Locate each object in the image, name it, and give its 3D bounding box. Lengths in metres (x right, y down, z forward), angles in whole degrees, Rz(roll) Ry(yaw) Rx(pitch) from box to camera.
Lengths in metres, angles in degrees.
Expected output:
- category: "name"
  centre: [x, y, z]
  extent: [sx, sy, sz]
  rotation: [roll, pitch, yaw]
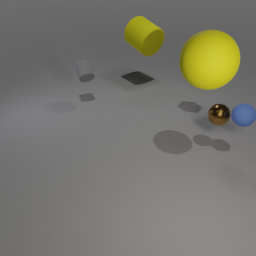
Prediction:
- category: "ball"
  centre: [2.892, -0.423, 8.900]
  extent: [0.700, 0.700, 0.700]
  rotation: [0, 31, 0]
- category: "cylinder"
  centre: [-1.842, -2.434, 11.996]
  extent: [0.700, 0.700, 0.700]
  rotation: [-13, 73, -20]
- category: "cylinder"
  centre: [0.765, -4.362, 13.311]
  extent: [1.400, 1.400, 1.400]
  rotation: [-22, 54, -32]
- category: "ball"
  centre: [3.483, -0.386, 8.421]
  extent: [0.700, 0.700, 0.700]
  rotation: [0, 31, 0]
- category: "ball"
  centre: [1.951, -1.629, 6.751]
  extent: [1.400, 1.400, 1.400]
  rotation: [0, 31, 0]
